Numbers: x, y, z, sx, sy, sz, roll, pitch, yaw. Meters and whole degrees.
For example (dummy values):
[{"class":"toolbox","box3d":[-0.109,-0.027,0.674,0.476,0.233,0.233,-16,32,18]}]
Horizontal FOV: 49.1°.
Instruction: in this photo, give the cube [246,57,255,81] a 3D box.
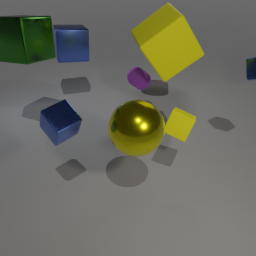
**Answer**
[{"class":"cube","box3d":[4.213,-1.888,8.847,0.700,0.700,0.700,2,10,44]}]

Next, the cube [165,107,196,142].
[{"class":"cube","box3d":[1.497,-0.116,8.111,0.700,0.700,0.700,26,16,9]}]

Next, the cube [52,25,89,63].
[{"class":"cube","box3d":[-2.567,-3.819,12.596,1.400,1.400,1.400,-7,29,-17]}]

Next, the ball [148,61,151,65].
[{"class":"ball","box3d":[1.098,-2.666,10.618,0.700,0.700,0.700,0,32,0]}]

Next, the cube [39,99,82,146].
[{"class":"cube","box3d":[-1.632,-0.128,6.758,0.700,0.700,0.700,-33,76,-32]}]

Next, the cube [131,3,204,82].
[{"class":"cube","box3d":[1.132,-2.527,8.277,1.400,1.400,1.400,-34,37,14]}]

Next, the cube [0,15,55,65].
[{"class":"cube","box3d":[-3.469,-2.978,9.337,1.400,1.400,1.400,11,26,24]}]

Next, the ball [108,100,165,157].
[{"class":"ball","box3d":[0.209,0.006,6.901,1.400,1.400,1.400,0,32,0]}]

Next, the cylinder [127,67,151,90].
[{"class":"cylinder","box3d":[0.420,-1.855,10.523,0.700,0.700,0.700,17,1,24]}]
